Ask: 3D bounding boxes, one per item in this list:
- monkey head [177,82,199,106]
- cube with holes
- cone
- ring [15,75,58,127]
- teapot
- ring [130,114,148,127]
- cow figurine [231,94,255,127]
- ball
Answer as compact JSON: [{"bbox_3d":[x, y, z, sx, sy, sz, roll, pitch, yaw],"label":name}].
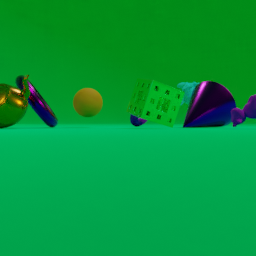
[{"bbox_3d":[2.113,-1.204,9.713,1.253,0.755,0.901,-21,25,-26],"label":"monkey head"},{"bbox_3d":[0.655,-0.632,6.896,0.901,0.901,0.901,16,6,-24],"label":"cube with holes"},{"bbox_3d":[2.070,-0.374,8.204,1.552,1.547,1.547,-33,20,-33],"label":"cone"},{"bbox_3d":[-2.743,-0.794,8.481,0.367,1.834,1.834,-36,7,-8],"label":"ring"},{"bbox_3d":[-2.920,-0.613,6.595,1.767,1.098,0.865,-33,-36,0],"label":"teapot"},{"bbox_3d":[0.650,-0.736,10.998,0.313,1.565,1.565,36,17,24],"label":"ring"},{"bbox_3d":[2.870,-0.331,6.507,0.884,0.870,0.485,23,4,8],"label":"cow figurine"},{"bbox_3d":[-1.308,-0.821,9.127,0.951,0.951,0.951,0,1,0],"label":"ball"}]
